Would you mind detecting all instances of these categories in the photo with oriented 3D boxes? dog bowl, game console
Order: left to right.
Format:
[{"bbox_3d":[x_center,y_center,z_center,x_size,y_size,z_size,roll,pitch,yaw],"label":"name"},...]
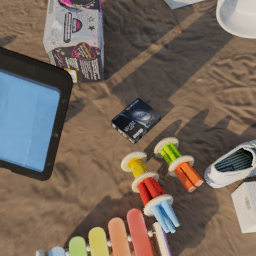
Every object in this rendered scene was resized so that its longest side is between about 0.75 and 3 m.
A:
[{"bbox_3d":[-2.669,0.030,5.031,1.650,2.835,2.494,37,35,23],"label":"game console"},{"bbox_3d":[3.148,-3.010,6.535,2.009,2.009,0.791,10,75,6],"label":"dog bowl"}]

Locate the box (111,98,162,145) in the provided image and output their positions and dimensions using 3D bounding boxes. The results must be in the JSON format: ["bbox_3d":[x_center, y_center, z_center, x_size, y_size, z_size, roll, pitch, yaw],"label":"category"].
[{"bbox_3d":[0.242,-0.226,8.413,0.982,0.267,1.226,41,67,21],"label":"box"}]

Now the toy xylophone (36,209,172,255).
[{"bbox_3d":[-0.423,3.199,6.081,2.985,0.750,2.185,-18,61,-11],"label":"toy xylophone"}]

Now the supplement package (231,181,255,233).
[{"bbox_3d":[3.579,1.851,6.744,1.675,1.003,1.015,-5,59,-3],"label":"supplement package"}]

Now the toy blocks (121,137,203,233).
[{"bbox_3d":[1.023,1.364,6.918,1.771,0.771,2.124,-21,49,-12],"label":"toy blocks"}]

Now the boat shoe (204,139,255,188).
[{"bbox_3d":[3.236,0.845,7.436,2.514,0.839,0.925,-26,63,-15],"label":"boat shoe"}]

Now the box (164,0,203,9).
[{"bbox_3d":[1.961,-6.437,11.477,1.737,1.361,2.792,-20,61,-12],"label":"box"}]

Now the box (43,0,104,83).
[{"bbox_3d":[-1.638,-3.176,9.215,1.652,1.903,2.880,-3,59,-2],"label":"box"}]
